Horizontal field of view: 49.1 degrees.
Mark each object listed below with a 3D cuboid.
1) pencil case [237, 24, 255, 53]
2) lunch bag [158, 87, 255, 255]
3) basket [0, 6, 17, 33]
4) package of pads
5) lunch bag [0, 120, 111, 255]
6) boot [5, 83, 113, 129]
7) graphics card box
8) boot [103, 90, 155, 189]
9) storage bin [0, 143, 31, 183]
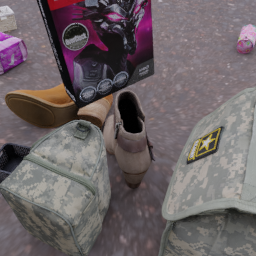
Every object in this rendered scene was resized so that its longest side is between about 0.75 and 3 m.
[{"bbox_3d":[4.433,-3.331,10.412,0.626,0.626,1.432,18,46,17],"label":"pencil case"},{"bbox_3d":[1.549,0.955,4.445,1.649,2.805,2.301,18,48,17],"label":"lunch bag"},{"bbox_3d":[-5.144,-4.447,11.467,0.885,0.718,0.893,-25,50,-24],"label":"basket"},{"bbox_3d":[-4.726,-2.735,9.611,2.256,0.854,1.360,23,49,22],"label":"package of pads"},{"bbox_3d":[-0.993,1.052,4.944,1.425,2.045,1.715,21,52,17],"label":"lunch bag"},{"bbox_3d":[-1.745,-0.975,7.778,2.684,0.989,2.076,13,45,-4],"label":"boot"},{"bbox_3d":[-0.372,-1.424,3.551,1.358,2.164,0.550,-28,49,-20],"label":"graphics card box"},{"bbox_3d":[-0.057,-0.013,6.089,0.905,1.883,2.575,-13,46,-12],"label":"boot"},{"bbox_3d":[-2.338,0.856,6.179,1.142,0.535,0.772,10,45,11],"label":"storage bin"}]
